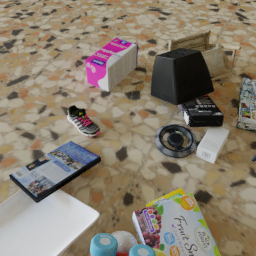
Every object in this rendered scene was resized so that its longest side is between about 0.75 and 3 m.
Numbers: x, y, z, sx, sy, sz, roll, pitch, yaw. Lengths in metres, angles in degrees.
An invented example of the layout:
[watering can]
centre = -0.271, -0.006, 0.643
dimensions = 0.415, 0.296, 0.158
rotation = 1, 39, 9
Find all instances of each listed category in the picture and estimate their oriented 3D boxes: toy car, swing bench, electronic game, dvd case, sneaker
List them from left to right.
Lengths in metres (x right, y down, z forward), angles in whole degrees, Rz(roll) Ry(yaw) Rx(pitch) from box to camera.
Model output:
[dvd case]
centre = -2.345, 1.307, 9.140
dimensions = 1.762, 0.217, 2.470
rotation = 22, 41, 40
[sneaker]
centre = -1.768, -0.328, 10.855
dimensions = 0.645, 0.764, 1.748
rotation = -35, 54, -30
[toy car]
centre = -0.052, 3.245, 6.964
dimensions = 1.731, 1.804, 1.957
rotation = 12, 17, 12
[electronic game]
centre = 1.757, 0.453, 10.375
dimensions = 1.549, 0.322, 1.549
rotation = 0, 50, 0
[swing bench]
centre = 3.566, -3.391, 13.449
dimensions = 2.415, 1.575, 2.427
rotation = -19, 43, -18

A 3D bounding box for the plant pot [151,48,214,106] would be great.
[plant pot]
centre = 2.149, -2.257, 11.670
dimensions = 1.996, 1.775, 2.000
rotation = -22, 29, -20

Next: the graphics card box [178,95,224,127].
[graphics card box]
centre = 2.805, -0.717, 11.061
dimensions = 1.306, 0.529, 2.082
rotation = -2, 27, -3

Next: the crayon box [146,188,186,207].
[crayon box]
centre = 1.334, 2.514, 8.268
dimensions = 1.274, 0.371, 1.100
rotation = -20, 48, -19

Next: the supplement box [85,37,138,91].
[supplement box]
centre = -0.719, -3.048, 13.230
dimensions = 1.288, 1.316, 2.546
rotation = 24, 51, 21

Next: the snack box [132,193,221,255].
[snack box]
centre = 1.317, 3.103, 7.137
dimensions = 1.744, 0.650, 2.453
rotation = -13, 60, -14

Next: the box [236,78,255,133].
[box]
centre = 5.629, -0.891, 11.548
dimensions = 1.992, 0.580, 2.910
rotation = 15, 47, 14

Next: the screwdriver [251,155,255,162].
[screwdriver]
centre = 4.460, 0.744, 9.275
dimensions = 1.090, 0.152, 0.159
rotation = -42, 87, -16

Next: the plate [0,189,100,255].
[plate]
centre = -2.664, 2.789, 7.500
dimensions = 2.897, 0.469, 2.904
rotation = 18, 42, 37

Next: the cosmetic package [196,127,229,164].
[cosmetic package]
centre = 3.080, 0.549, 10.154
dimensions = 0.724, 0.527, 1.424
rotation = 24, 47, 24
